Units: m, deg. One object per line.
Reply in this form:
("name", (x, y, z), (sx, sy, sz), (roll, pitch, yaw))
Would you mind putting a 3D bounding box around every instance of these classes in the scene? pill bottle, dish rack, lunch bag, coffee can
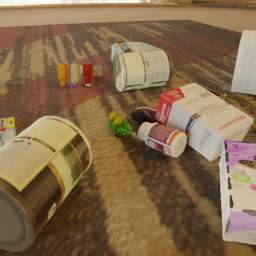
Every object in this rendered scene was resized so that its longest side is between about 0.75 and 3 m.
("pill bottle", (0.828, 0.246, 6.946), (1.116, 0.630, 0.630), (24, 37, 33))
("dish rack", (-0.052, -3.174, 11.341), (0.316, 1.158, 0.888), (-44, 54, 9))
("lunch bag", (0.476, -3.436, 13.375), (2.156, 1.036, 2.688), (-11, 31, -18))
("coffee can", (-1.775, 0.881, 5.140), (1.523, 1.523, 2.081), (9, 31, 16))
("coffee can", (0.543, -2.260, 10.860), (1.979, 1.448, 1.448), (-10, 31, -17))

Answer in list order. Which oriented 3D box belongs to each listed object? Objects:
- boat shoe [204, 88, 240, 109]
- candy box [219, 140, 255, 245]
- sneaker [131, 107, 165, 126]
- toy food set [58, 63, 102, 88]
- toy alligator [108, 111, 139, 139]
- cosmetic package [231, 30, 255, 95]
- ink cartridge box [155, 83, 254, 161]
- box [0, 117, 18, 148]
("boat shoe", (3.137, -0.986, 9.619), (0.524, 0.434, 1.458), (-25, 38, -37))
("candy box", (2.778, 1.198, 5.344), (1.856, 0.791, 2.212), (7, 30, 12))
("sneaker", (0.731, -0.182, 8.107), (1.429, 0.541, 0.826), (7, 33, 10))
("toy food set", (-1.816, -2.118, 11.525), (0.985, 0.929, 2.064), (6, 9, 38))
("toy alligator", (-0.210, 0.008, 7.888), (0.455, 0.498, 1.678), (-46, 38, 4))
("cosmetic package", (5.391, -2.440, 10.584), (2.440, 2.013, 2.012), (11, 31, 18))
("ink cartridge box", (1.986, -0.247, 7.464), (1.474, 0.855, 2.043), (-22, 48, -35))
("box", (-3.622, 0.512, 6.918), (1.633, 0.451, 2.391), (-9, 30, -16))
